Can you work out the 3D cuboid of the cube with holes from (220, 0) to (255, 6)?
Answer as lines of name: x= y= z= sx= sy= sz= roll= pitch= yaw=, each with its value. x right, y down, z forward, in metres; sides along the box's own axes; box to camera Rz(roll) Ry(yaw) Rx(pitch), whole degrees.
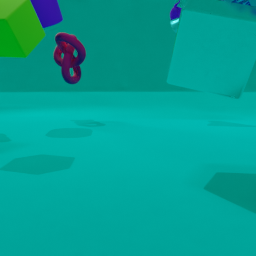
cube with holes: x=2.191 y=-2.217 z=5.196 sx=0.797 sy=0.797 sz=0.797 roll=-23 pitch=-4 yaw=36

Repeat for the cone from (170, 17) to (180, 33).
cone: x=2.642 y=-3.994 z=10.426 sx=1.525 sy=1.519 sz=1.519 roll=-40 pitch=-16 yaw=32

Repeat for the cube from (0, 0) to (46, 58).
cube: x=-2.215 y=-1.891 z=5.309 sx=0.789 sy=0.789 sz=0.789 roll=7 pitch=51 yaw=21

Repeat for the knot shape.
knot shape: x=-2.263 y=-2.881 z=10.815 sx=0.958 sy=2.073 sz=1.940 roll=-13 pitch=-15 yaw=-21

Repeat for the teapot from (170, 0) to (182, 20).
teapot: x=2.050 y=-4.690 z=11.500 sx=0.516 sy=1.054 sz=0.656 roll=11 pitch=33 yaw=39

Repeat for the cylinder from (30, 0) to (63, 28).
cylinder: x=-2.848 y=-3.908 z=8.936 sx=1.225 sy=1.225 sz=1.225 roll=-10 pitch=31 yaw=6

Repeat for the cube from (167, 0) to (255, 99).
cube: x=1.194 y=-1.148 z=3.886 sx=1.009 sy=1.009 sz=1.009 roll=15 pitch=35 yaw=10
